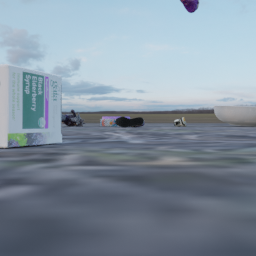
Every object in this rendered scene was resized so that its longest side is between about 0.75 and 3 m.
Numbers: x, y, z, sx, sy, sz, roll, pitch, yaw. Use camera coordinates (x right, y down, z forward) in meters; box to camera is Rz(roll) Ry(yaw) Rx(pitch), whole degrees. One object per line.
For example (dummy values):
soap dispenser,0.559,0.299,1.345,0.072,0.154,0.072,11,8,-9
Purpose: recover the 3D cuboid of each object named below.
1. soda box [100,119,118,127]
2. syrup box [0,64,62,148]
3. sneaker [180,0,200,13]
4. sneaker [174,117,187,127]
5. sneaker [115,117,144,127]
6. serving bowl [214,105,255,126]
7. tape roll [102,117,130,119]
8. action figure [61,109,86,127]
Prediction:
soda box,-0.725,-0.226,11.781,1.027,0.327,0.351,0,1,45
syrup box,-1.311,-0.165,2.434,1.472,0.580,0.599,1,2,28
sneaker,1.533,-3.975,8.134,0.620,0.681,1.541,20,-25,49
sneaker,2.000,-0.178,10.843,0.429,0.370,0.979,-13,-5,3
sneaker,0.067,-0.140,9.542,0.989,0.375,0.433,2,-16,9
serving bowl,5.002,-0.520,12.096,2.535,0.834,2.535,2,4,0
tape roll,-0.601,-0.340,14.224,1.404,0.461,1.404,0,2,0
action figure,-2.608,-0.407,10.859,1.460,0.778,2.244,-6,-6,37
